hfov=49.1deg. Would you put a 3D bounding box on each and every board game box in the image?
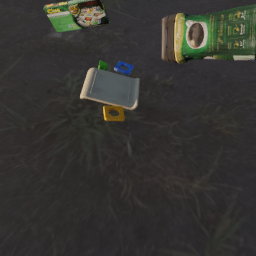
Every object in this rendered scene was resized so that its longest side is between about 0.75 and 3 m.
[{"bbox_3d":[-1.670,-3.723,9.235,1.947,1.020,0.228,-2,62,14],"label":"board game box"}]

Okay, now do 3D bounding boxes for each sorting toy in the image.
[{"bbox_3d":[-0.419,-0.923,6.924,1.352,0.327,2.402,11,43,-5],"label":"sorting toy"}]

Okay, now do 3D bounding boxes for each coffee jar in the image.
[{"bbox_3d":[2.253,-2.544,7.817,2.683,1.399,1.145,4,11,24],"label":"coffee jar"}]
